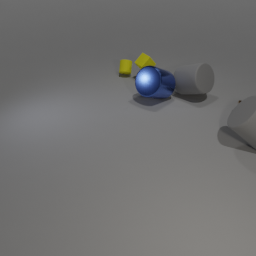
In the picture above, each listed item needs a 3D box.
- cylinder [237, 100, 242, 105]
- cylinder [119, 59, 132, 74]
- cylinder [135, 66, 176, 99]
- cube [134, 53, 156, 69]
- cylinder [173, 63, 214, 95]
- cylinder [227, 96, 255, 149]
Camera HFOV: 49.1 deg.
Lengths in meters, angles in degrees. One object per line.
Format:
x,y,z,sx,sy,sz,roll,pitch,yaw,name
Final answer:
5.013,-0.794,11.914,0.700,0.700,0.700,10,33,15,cylinder
-0.134,-3.479,15.984,0.700,0.700,0.700,5,-1,0,cylinder
1.274,-2.080,12.962,1.400,1.400,1.400,24,15,34,cylinder
0.927,-3.482,15.072,0.700,0.700,0.700,-50,47,4,cube
3.097,-2.293,13.244,1.400,1.400,1.400,-24,18,-34,cylinder
4.434,-0.155,9.638,1.400,1.400,1.400,37,30,-12,cylinder
